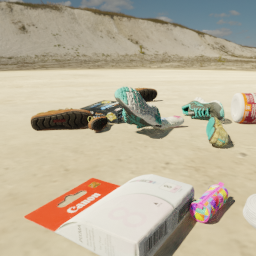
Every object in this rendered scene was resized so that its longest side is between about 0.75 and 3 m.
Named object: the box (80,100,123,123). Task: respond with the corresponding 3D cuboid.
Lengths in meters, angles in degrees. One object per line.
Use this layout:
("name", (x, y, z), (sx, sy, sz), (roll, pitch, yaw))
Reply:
("box", (-0.874, -0.823, 13.388), (1.943, 0.562, 2.445), (6, 17, 22))

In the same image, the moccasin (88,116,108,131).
("moccasin", (-1.279, -0.215, 11.220), (0.585, 0.554, 1.514), (0, 16, 13))

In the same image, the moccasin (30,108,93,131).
("moccasin", (-2.658, -0.373, 11.394), (2.443, 0.894, 0.943), (-10, 24, -2))

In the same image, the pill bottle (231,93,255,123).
("pill bottle", (5.848, -0.873, 12.191), (2.371, 1.299, 1.299), (1, 15, 2))

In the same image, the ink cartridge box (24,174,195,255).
("ink cartridge box", (-0.347, 1.388, 5.294), (2.581, 0.736, 2.097), (15, 21, 31))

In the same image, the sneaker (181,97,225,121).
("sneaker", (3.370, -0.737, 12.846), (1.173, 0.998, 2.571), (-19, 15, -14))

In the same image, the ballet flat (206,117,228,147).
("ballet flat", (3.135, 0.169, 9.786), (0.743, 0.743, 2.102), (4, 15, 13))

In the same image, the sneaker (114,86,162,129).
("sneaker", (0.182, -0.558, 10.120), (1.176, 1.000, 2.578), (-22, -34, 27))

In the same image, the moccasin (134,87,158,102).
("moccasin", (0.563, -2.047, 17.418), (2.608, 0.954, 1.007), (-13, 26, -10))

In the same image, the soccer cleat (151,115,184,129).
("soccer cleat", (1.584, -0.174, 11.394), (1.459, 0.510, 0.630), (0, 34, 0))

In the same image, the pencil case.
("pencil case", (1.589, 1.424, 5.433), (0.453, 0.453, 1.024), (11, 21, 36))

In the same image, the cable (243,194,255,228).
("cable", (2.667, 1.556, 5.059), (1.093, 0.378, 1.093), (11, 19, 35))
